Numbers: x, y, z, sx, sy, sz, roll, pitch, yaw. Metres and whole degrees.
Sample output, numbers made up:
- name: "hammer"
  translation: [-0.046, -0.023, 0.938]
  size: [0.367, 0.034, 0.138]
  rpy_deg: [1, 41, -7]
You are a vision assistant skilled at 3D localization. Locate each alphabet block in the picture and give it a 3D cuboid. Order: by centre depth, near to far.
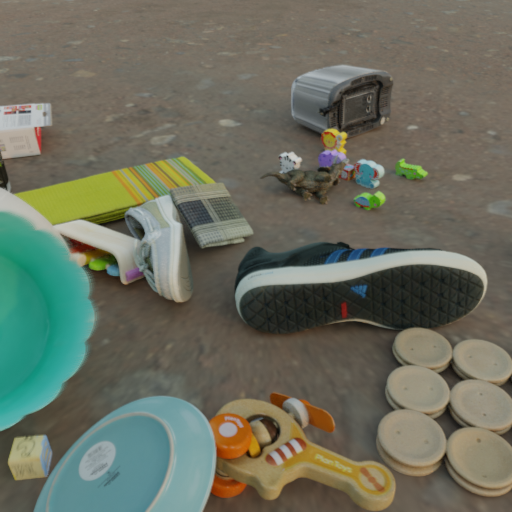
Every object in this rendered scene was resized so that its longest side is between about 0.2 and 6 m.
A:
- name: "alphabet block"
  translation: [-2.337, 2.091, 5.807]
  size: [0.325, 0.320, 0.318]
  rpy_deg: [-5, 33, -6]

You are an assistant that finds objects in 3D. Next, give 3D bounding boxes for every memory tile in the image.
- name: "memory tile"
  translation: [2.901, 1.800, 6.307]
  size: [2.883, 0.242, 2.210]
  rpy_deg: [10, 36, 14]

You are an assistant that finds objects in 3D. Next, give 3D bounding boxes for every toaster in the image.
- name: "toaster"
  translation: [1.938, -3.682, 13.332]
  size: [2.489, 1.414, 1.608]
  rpy_deg: [-25, 38, -29]

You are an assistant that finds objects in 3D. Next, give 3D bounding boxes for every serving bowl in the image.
- name: "serving bowl"
  translation: [-3.661, -0.076, 7.527]
  size: [2.196, 2.196, 0.722]
  rpy_deg: [9, 54, 13]

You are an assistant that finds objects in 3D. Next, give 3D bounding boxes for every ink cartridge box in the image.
- name: "ink cartridge box"
  translation: [-5.322, -2.862, 12.725]
  size: [1.421, 0.679, 1.618]
  rpy_deg: [-10, 36, -14]

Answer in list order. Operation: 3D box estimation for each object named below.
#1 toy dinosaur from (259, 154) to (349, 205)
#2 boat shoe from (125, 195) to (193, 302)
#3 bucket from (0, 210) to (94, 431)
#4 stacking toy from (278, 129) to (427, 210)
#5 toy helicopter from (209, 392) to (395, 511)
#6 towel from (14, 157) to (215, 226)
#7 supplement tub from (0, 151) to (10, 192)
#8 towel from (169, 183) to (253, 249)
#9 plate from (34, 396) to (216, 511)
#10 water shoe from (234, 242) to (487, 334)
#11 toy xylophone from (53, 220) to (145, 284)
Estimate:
- name: "toy dinosaur"
  translation: [0.965, -1.417, 10.805]
  size: [1.806, 0.695, 0.924]
  rpy_deg: [-9, 23, -2]
- name: "boat shoe"
  translation: [-1.514, -0.130, 8.524]
  size: [0.882, 1.014, 2.752]
  rpy_deg: [-13, 32, -8]
- name: "bucket"
  translation: [-2.997, 0.714, 5.992]
  size: [2.268, 2.268, 1.476]
  rpy_deg: [-27, 6, -34]
- name: "stacking toy"
  translation: [1.911, -1.807, 11.289]
  size: [2.489, 0.585, 1.877]
  rpy_deg: [26, 42, 32]
- name: "toy helicopter"
  translation: [0.464, 1.960, 5.663]
  size: [1.924, 0.759, 1.272]
  rpy_deg: [16, 33, 19]
- name: "towel"
  translation: [-2.987, -1.033, 10.414]
  size: [4.250, 0.384, 1.829]
  rpy_deg: [-17, 33, -22]
- name: "supplement tub"
  translation: [-5.248, -1.832, 10.361]
  size: [1.008, 1.645, 1.008]
  rpy_deg: [0, 34, 0]
- name: "towel"
  translation: [-0.739, -0.683, 9.305]
  size: [1.220, 0.211, 1.175]
  rpy_deg: [-14, 66, -45]
- name: "plate"
  translation: [-1.302, 2.088, 5.182]
  size: [1.979, 0.253, 1.979]
  rpy_deg: [-20, 36, 15]
- name: "water shoe"
  translation: [1.393, 0.211, 7.737]
  size: [3.397, 1.215, 1.341]
  rpy_deg: [-2, 35, -3]
- name: "toy xylophone"
  translation: [-2.619, -0.090, 8.604]
  size: [1.909, 0.480, 1.398]
  rpy_deg: [22, 22, 31]
